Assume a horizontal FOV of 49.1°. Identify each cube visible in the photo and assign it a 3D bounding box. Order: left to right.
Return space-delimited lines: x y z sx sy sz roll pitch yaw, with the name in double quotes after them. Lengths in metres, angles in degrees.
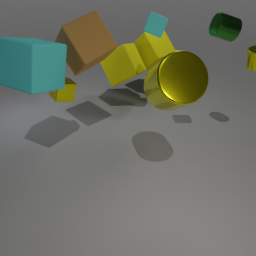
-2.879 -1.932 8.527 1.400 1.400 1.400 18 22 24 "cube"
-2.312 -1.362 9.901 0.700 0.700 0.700 -4 28 -36 "cube"
-1.478 -2.893 9.689 1.400 1.400 1.400 -36 10 -24 "cube"
-0.222 -2.875 12.742 1.400 1.400 1.400 -23 8 26 "cube"
1.188 -3.805 13.706 1.400 1.400 1.400 -28 -1 -38 "cube"
0.997 -3.762 10.225 0.700 0.700 0.700 20 20 -5 "cube"

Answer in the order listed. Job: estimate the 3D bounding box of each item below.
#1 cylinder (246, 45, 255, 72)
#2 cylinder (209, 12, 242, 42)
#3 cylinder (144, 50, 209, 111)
4.513 -2.423 9.728 0.700 0.700 0.700 -8 35 6 "cylinder"
2.914 -3.026 8.405 0.700 0.700 0.700 11 28 -15 "cylinder"
1.271 -1.246 7.730 1.400 1.400 1.400 -7 -1 -11 "cylinder"
